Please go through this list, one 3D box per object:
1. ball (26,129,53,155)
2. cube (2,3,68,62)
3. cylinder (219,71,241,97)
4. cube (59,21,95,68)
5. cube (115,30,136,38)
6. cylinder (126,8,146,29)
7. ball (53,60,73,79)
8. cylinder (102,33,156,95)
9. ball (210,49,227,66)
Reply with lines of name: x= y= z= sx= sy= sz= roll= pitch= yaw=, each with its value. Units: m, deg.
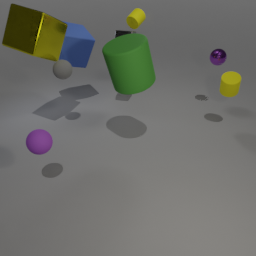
ball: x=-2.413 y=0.378 z=7.629 sx=0.700 sy=0.700 sz=0.700 roll=0 pitch=30 yaw=0
cube: x=-3.191 y=-3.243 z=9.692 sx=1.400 sy=1.400 sz=1.400 roll=22 pitch=11 yaw=18
cylinder: x=3.839 y=-1.639 z=10.532 sx=0.700 sy=0.700 sz=0.700 roll=-5 pitch=52 yaw=7
cube: x=-2.488 y=-3.609 z=12.123 sx=1.400 sy=1.400 sz=1.400 roll=-4 pitch=44 yaw=-37
cube: x=-0.102 y=-3.568 z=11.347 sx=0.700 sy=0.700 sz=0.700 roll=8 pitch=19 yaw=13
cylinder: x=0.383 y=-5.259 z=13.475 sx=0.700 sy=0.700 sz=0.700 roll=20 pitch=61 yaw=31
ball: x=-2.353 y=-2.102 z=10.080 sx=0.700 sy=0.700 sz=0.700 roll=0 pitch=30 yaw=0
cylinder: x=0.056 y=-1.995 z=8.735 sx=1.400 sy=1.400 sz=1.400 roll=-11 pitch=38 yaw=9
ball: x=3.837 y=-3.018 z=11.927 sx=0.700 sy=0.700 sz=0.700 roll=0 pitch=30 yaw=0
